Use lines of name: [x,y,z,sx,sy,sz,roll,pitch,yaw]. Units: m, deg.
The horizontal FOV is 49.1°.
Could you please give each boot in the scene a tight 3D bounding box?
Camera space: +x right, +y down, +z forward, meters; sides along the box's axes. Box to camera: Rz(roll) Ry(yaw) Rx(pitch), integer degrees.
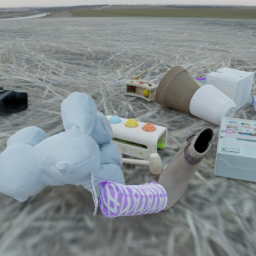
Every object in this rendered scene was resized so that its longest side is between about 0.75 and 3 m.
boot: [-5.166,-0.884,9.333,2.841,0.932,2.341,16,32,20]
boot: [1.068,0.703,5.233,0.564,1.175,1.607,30,55,5]

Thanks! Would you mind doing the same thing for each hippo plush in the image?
hippo plush: [-1.338,0.788,5.322,2.051,2.032,2.551,-20,34,14]

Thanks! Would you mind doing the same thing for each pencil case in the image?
pencil case: [0.123,1.158,4.693,0.570,0.581,1.359,-31,-27,30]

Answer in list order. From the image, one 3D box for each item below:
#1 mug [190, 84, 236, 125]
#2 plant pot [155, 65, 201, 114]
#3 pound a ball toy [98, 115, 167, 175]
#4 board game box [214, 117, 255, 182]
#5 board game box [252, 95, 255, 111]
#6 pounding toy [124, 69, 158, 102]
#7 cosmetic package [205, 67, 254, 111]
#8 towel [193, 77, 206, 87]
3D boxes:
mug: [2.799,-0.682,8.689,1.362,1.091,1.118,-23,41,-26]
plant pot: [1.861,-1.152,9.433,1.305,1.496,1.496,37,41,24]
pound a ball toy: [0.108,0.280,6.912,1.953,0.830,1.273,13,29,25]
board game box: [2.943,0.458,6.726,1.515,0.660,2.053,8,28,18]
board game box: [5.034,-0.695,9.490,1.366,0.296,1.360,7,27,13]
pounding toy: [0.444,-1.731,10.804,0.996,0.999,1.741,-12,28,-32]
cosmetic package: [3.536,-1.365,9.874,1.154,1.155,1.400,22,33,37]
towel: [3.661,-1.801,11.722,2.390,0.272,1.717,-6,27,-7]
